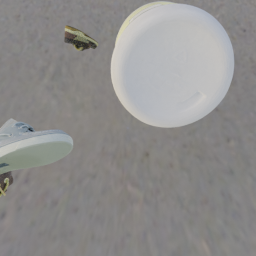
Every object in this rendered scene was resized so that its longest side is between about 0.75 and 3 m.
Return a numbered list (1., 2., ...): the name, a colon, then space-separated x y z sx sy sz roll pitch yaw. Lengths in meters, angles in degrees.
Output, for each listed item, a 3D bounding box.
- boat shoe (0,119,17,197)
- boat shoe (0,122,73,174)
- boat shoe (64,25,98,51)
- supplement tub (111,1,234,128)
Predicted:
1. boat shoe: -2.544 0.843 5.370 0.787 0.949 2.643 31 34 -12
2. boat shoe: -1.307 0.180 3.182 1.439 0.502 0.512 -15 61 13
3. boat shoe: -1.203 -2.166 7.022 0.484 1.353 0.445 29 100 15
4. supplement tub: 0.721 -1.448 5.696 2.044 2.044 2.819 0 26 0
